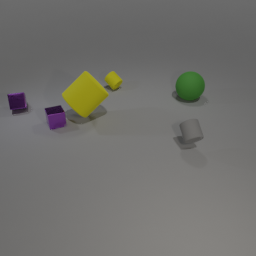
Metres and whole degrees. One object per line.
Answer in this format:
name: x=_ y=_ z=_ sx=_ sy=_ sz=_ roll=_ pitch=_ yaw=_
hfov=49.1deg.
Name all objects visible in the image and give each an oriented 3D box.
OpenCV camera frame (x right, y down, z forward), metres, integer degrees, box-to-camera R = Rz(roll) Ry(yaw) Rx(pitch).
cylinder: x=-1.762 y=-1.392 z=11.654 sx=1.400 sy=1.400 sz=1.400 roll=-44 pitch=38 yaw=6
cube: x=-4.995 y=-1.204 z=12.697 sx=0.700 sy=0.700 sz=0.700 roll=-10 pitch=4 yaw=-15
cube: x=-3.025 y=-0.448 z=11.712 sx=0.700 sy=0.700 sz=0.700 roll=-14 pitch=35 yaw=-21
cylinder: x=-0.757 y=-2.495 z=14.696 sx=0.700 sy=0.700 sz=0.700 roll=47 pitch=47 yaw=9
ball: x=3.011 y=-2.034 z=13.591 sx=1.400 sy=1.400 sz=1.400 roll=0 pitch=32 yaw=0
cylinder: x=2.279 y=0.119 z=10.064 sx=0.700 sy=0.700 sz=0.700 roll=-8 pitch=70 yaw=-13
